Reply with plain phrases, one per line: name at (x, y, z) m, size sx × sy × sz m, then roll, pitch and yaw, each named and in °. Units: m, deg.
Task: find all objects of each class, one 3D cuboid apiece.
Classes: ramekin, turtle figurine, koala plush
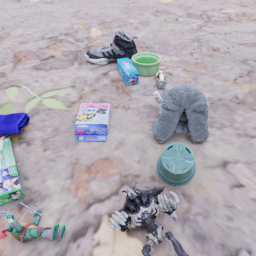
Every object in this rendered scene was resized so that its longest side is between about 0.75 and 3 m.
ramekin at (0.869, -3.024, 13.369) m, size 1.380 × 0.674 × 1.380 m, roll 0°, pitch 38°, yaw 0°
turtle figurine at (-2.298, 2.279, 6.527) m, size 1.522 × 0.766 × 1.139 m, roll 10°, pitch -2°, yaw 10°
koala plush at (1.785, -0.781, 9.734) m, size 1.898 × 1.967 × 2.140 m, roll 1°, pitch 26°, yaw 1°

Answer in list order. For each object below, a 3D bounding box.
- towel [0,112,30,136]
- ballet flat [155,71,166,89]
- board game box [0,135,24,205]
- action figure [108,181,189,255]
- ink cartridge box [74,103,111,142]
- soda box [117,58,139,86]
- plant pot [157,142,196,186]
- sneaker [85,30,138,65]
towel at (-4.488, -0.145, 9.541) m, size 1.939 × 0.480 × 1.432 m, roll -5°, pitch 21°, yaw -3°
ballet flat at (1.494, -2.284, 12.582) m, size 0.511 × 0.511 × 1.420 m, roll 1°, pitch 38°, yaw 1°
board game box at (-4.112, 1.273, 8.080) m, size 1.716 × 0.371 × 2.550 m, roll -17°, pitch 41°, yaw -19°
action figure at (0.482, 2.069, 6.221) m, size 1.629 × 1.399 × 2.741 m, roll -28°, pitch 46°, yaw -8°
ink cartridge box at (-1.257, -0.244, 10.053) m, size 1.140 × 0.401 × 1.911 m, roll 0°, pitch 40°, yaw 1°
soda box at (-0.025, -2.625, 12.951) m, size 0.591 × 0.559 × 1.743 m, roll -10°, pitch 39°, yaw -12°
plant pot at (1.326, 0.927, 7.586) m, size 1.118 × 1.095 × 1.118 m, roll -2°, pitch 70°, yaw 6°
sneaker at (-0.813, -4.039, 13.929) m, size 2.790 × 1.588 × 1.053 m, roll 5°, pitch 38°, yaw 6°
